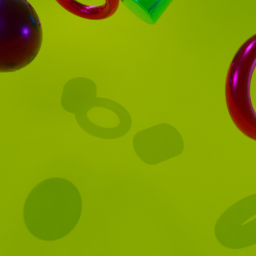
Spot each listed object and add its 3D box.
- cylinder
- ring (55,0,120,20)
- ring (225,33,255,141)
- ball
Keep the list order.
[{"bbox_3d":[0.475,-2.917,5.907,1.017,1.017,1.017,41,98,25],"label":"cylinder"},{"bbox_3d":[-1.042,-3.189,6.673,1.722,1.722,0.344,11,77,8],"label":"ring"},{"bbox_3d":[2.564,-0.724,4.967,2.000,2.000,0.400,-26,16,-17],"label":"ring"},{"bbox_3d":[-2.165,-1.639,4.751,1.380,1.380,1.380,0,54,0],"label":"ball"}]
